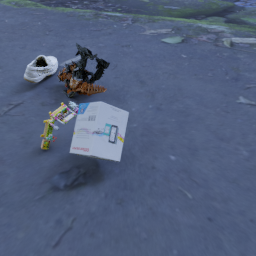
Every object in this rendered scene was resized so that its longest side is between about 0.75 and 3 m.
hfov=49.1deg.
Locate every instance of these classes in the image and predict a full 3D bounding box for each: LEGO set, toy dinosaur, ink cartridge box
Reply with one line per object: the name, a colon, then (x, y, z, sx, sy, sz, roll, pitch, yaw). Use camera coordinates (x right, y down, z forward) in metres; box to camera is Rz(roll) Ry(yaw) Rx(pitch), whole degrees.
LEGO set: (-1.907, -0.045, 7.839, 0.597, 0.738, 1.604, 29, 78, 26)
toy dinosaur: (-1.579, -1.836, 10.240, 2.742, 1.861, 1.401, 32, 4, 23)
ink cartridge box: (-0.736, 0.120, 7.183, 0.967, 1.324, 0.971, 18, -12, -41)

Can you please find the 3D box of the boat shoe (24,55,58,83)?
boat shoe: (-3.422, -2.578, 11.379, 0.779, 0.762, 2.199, 20, 34, 0)
